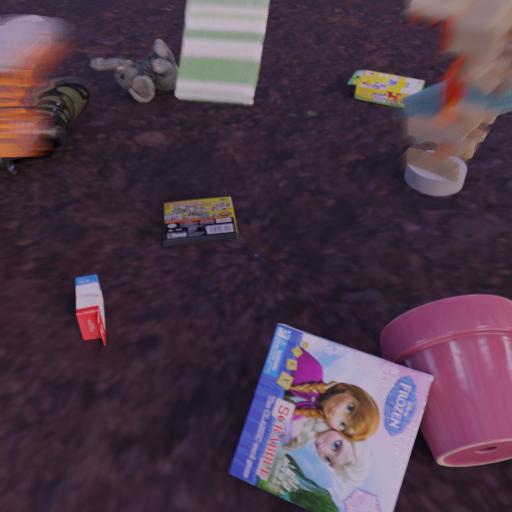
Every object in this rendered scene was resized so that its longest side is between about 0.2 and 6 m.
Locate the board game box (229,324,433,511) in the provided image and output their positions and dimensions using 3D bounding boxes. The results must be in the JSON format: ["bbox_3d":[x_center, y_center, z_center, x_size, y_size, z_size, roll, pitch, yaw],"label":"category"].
[{"bbox_3d":[0.744,1.727,5.696,1.648,0.340,1.652,16,86,19],"label":"board game box"}]

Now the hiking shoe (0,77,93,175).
[{"bbox_3d":[-4.059,-2.482,11.014,1.430,1.075,2.840,29,57,19],"label":"hiking shoe"}]

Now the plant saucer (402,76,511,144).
[{"bbox_3d":[3.004,-2.191,7.679,2.065,0.722,0.196,-15,10,42],"label":"plant saucer"}]

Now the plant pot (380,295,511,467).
[{"bbox_3d":[2.266,1.408,6.041,1.606,1.606,1.437,-4,56,-4],"label":"plant pot"}]

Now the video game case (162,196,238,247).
[{"bbox_3d":[-0.953,-0.589,9.322,1.197,0.153,1.082,-6,41,-6],"label":"video game case"}]

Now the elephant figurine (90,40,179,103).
[{"bbox_3d":[-2.657,-4.133,12.845,1.662,1.290,1.176,-23,3,11],"label":"elephant figurine"}]

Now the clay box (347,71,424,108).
[{"bbox_3d":[2.978,-3.863,12.966,1.606,0.382,0.923,16,43,18],"label":"clay box"}]

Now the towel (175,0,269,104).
[{"bbox_3d":[-0.564,-3.398,9.103,1.378,1.807,0.211,7,-3,11],"label":"towel"}]

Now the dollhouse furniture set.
[{"bbox_3d":[2.239,-2.085,6.233,0.943,1.810,1.830,26,70,25],"label":"dollhouse furniture set"}]

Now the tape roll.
[{"bbox_3d":[3.278,-1.527,10.266,1.052,0.347,1.052,0,40,0],"label":"tape roll"}]

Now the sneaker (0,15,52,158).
[{"bbox_3d":[-2.687,-1.778,6.184,1.814,1.017,0.704,-30,51,20],"label":"sneaker"}]

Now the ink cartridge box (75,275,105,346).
[{"bbox_3d":[-2.212,0.741,7.482,0.298,0.516,0.887,-9,41,-11],"label":"ink cartridge box"}]
